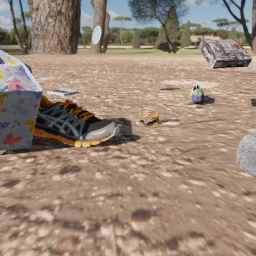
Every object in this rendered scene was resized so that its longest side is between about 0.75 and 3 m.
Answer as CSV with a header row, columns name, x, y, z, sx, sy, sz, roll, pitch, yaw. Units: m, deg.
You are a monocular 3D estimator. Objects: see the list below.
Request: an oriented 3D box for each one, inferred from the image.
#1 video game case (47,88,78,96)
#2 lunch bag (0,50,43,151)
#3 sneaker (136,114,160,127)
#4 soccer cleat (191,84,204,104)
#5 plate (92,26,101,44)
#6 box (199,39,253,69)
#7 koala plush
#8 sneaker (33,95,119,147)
name,x,y,z,sx,sy,sz,roll,pitch,yaw
video game case,-3.384,-1.867,14.531,1.188,0.139,1.080,12,21,30
lunch bag,-3.223,-0.796,7.320,1.404,1.872,2.208,-8,42,-41
sneaker,0.661,-0.264,9.361,0.860,0.332,0.337,-12,23,-27
soccer cleat,3.188,-1.640,12.743,0.628,0.812,1.942,4,19,11
plate,-1.366,-4.142,12.501,0.102,0.800,0.800,5,12,-35
box,3.561,-2.744,10.295,1.558,0.388,1.229,-7,53,-17
koala plush,3.731,-0.112,5.506,2.163,2.439,2.241,-10,21,-29
sneaker,-1.656,-0.239,8.016,2.960,1.143,1.158,9,18,19
